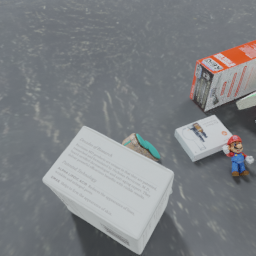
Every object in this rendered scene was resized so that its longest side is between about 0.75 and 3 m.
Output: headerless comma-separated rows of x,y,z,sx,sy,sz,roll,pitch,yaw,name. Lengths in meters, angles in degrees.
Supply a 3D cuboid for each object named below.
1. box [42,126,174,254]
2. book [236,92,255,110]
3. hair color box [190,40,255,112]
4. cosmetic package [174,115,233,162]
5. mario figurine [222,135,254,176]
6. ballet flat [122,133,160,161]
-0.305,1.362,5.821,2.079,2.068,1.359,26,64,17,box
4.340,-1.090,8.400,1.981,1.324,0.476,-24,92,-38,book
3.411,-1.733,8.981,2.717,1.507,0.868,-22,51,-19,hair color box
2.190,0.269,8.051,1.365,0.353,1.029,-20,55,-15,cosmetic package
2.867,0.710,7.297,0.652,0.560,1.056,2,78,-42,mario figurine
0.311,0.566,7.185,0.550,1.637,0.557,-31,57,12,ballet flat
